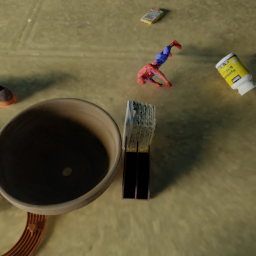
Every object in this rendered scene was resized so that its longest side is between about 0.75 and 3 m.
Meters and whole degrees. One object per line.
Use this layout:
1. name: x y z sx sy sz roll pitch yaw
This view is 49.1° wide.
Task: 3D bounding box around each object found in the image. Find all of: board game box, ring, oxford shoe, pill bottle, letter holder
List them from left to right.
1. oxford shoe: -4.375 -1.223 8.577 1.822 0.661 0.648 12 55 8
2. ring: -3.179 2.156 6.408 2.573 0.247 2.573 0 54 0
3. letter holder: 0.213 0.951 6.832 0.675 0.954 1.342 2 54 2
4. board game box: 0.938 -4.476 11.259 0.487 0.153 1.019 29 62 20
5. pill bottle: 3.361 -1.644 8.666 0.687 0.687 1.235 -31 80 -21

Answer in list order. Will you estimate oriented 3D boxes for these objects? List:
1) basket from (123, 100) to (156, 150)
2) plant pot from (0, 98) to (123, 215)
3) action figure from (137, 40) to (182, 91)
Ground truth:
1. basket: 0.286 -0.038 7.408 0.752 1.219 0.826 6 54 -2
2. plant pot: -1.584 0.772 6.722 2.913 1.344 2.913 0 54 -1
3. action figure: 1.139 -1.803 8.870 1.170 0.772 2.364 49 51 -5
